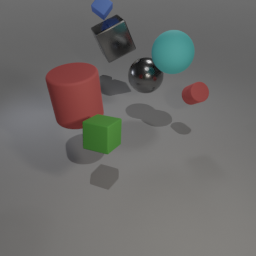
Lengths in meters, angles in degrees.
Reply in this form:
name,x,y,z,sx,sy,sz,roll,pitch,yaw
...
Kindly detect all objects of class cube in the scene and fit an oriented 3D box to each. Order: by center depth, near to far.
name,x,y,z,sx,sy,sz,roll,pitch,yaw
cube,-0.619,0.132,6.779,0.700,0.700,0.700,11,22,23
cube,-1.169,-5.460,12.640,0.700,0.700,0.700,36,0,-4
cube,-0.672,-4.051,12.663,1.400,1.400,1.400,-27,35,0

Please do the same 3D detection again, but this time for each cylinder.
name,x,y,z,sx,sy,sz,roll,pitch,yaw
cylinder,-1.448,-0.912,7.821,1.400,1.400,1.400,-3,36,2
cylinder,2.341,-1.201,9.780,0.700,0.700,0.700,-10,-1,-17

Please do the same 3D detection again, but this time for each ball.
name,x,y,z,sx,sy,sz,roll,pitch,yaw
ball,1.473,-2.485,9.216,1.400,1.400,1.400,0,31,0
ball,0.701,-2.070,11.054,1.400,1.400,1.400,0,31,0
